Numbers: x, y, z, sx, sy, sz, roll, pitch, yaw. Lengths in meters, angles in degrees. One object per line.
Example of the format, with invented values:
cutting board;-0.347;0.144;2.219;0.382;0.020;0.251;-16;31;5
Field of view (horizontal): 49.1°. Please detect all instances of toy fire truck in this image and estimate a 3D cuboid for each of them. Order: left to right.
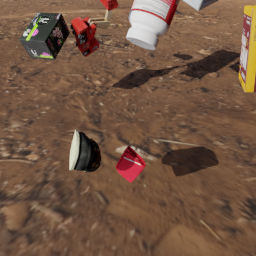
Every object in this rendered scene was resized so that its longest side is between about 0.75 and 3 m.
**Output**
toy fire truck;-1.031;-3.254;8.853;1.482;2.101;0.512;-34;77;-10

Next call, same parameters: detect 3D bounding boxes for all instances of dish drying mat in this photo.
dish drying mat;0.018;0.664;4.829;0.437;1.137;0.103;43;64;8

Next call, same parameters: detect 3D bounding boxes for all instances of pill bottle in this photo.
pill bottle;0.851;-3.872;8.975;1.375;2.449;1.375;21;6;-2

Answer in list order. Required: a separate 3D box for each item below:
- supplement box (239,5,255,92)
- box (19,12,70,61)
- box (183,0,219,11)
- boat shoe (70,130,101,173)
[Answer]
supplement box;3.564;-1.823;6.264;1.825;1.800;1.211;1;26;14
box;-2.413;-2.695;8.214;0.887;0.742;1.194;9;61;17
box;1.412;-3.622;6.668;1.468;0.388;1.883;-36;68;-31
boat shoe;-0.621;0.372;4.151;0.483;0.564;1.540;10;-10;-7
